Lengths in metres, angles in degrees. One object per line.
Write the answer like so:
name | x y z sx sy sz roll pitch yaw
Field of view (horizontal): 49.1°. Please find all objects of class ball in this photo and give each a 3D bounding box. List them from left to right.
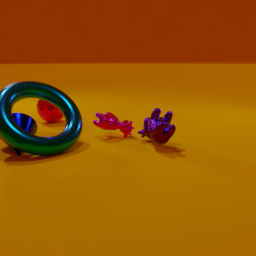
ball | -2.489 -0.661 9.158 0.954 0.954 0.954 0 14 0

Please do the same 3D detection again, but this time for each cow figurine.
cow figurine | -0.350 -0.089 7.385 0.902 0.503 0.916 30 17 30
cow figurine | 0.675 0.063 6.727 0.618 1.108 1.126 13 38 -15

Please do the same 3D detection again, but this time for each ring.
ring | -2.026 -0.271 6.456 2.052 0.410 2.052 19 45 -21

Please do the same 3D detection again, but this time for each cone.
cone | -2.493 0.308 6.343 0.943 0.943 0.946 -6 41 -21
